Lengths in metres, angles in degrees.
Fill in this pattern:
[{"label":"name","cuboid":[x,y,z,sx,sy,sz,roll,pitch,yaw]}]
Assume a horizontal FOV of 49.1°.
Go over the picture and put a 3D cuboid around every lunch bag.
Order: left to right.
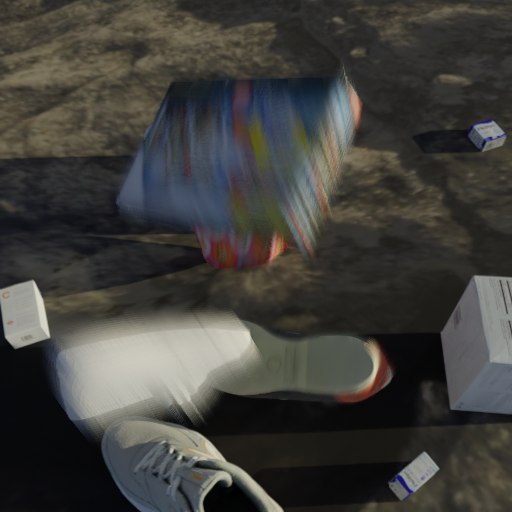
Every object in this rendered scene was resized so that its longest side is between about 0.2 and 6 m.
[{"label":"lunch bag","cuboid":[-0.513,-0.824,9.527,1.844,2.093,0.857,-6,17,36]}]

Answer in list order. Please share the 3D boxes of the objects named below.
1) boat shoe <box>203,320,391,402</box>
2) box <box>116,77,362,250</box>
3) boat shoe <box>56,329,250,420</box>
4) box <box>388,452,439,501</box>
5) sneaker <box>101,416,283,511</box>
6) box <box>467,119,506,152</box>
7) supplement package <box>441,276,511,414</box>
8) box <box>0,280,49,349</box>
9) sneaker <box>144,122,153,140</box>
[{"label":"boat shoe","cuboid":[0.423,1.604,8.384,3.118,0.976,1.110,-2,72,29]},{"label":"box","cuboid":[-0.355,-1.446,8.120,3.281,0.618,2.241,12,74,37]},{"label":"boat shoe","cuboid":[-1.141,1.433,6.995,2.618,0.942,0.897,-3,89,-47]},{"label":"box","cuboid":[2.200,3.102,7.860,0.579,0.532,0.304,-31,62,-19]},{"label":"sneaker","cuboid":[-0.775,2.898,7.163,3.464,1.593,1.311,23,57,29]},{"label":"box","cuboid":[4.880,-2.556,11.871,0.522,0.298,0.568,-18,57,-13]},{"label":"supplement package","cuboid":[3.979,1.376,8.242,1.917,1.833,1.410,4,56,3]},{"label":"box","cuboid":[-3.880,0.974,9.356,0.586,0.459,0.942,-17,58,-11]},{"label":"sneaker","cuboid":[-0.512,-1.660,10.698,3.548,1.243,1.925,5,56,1]}]
